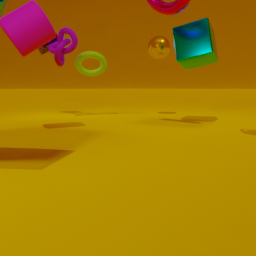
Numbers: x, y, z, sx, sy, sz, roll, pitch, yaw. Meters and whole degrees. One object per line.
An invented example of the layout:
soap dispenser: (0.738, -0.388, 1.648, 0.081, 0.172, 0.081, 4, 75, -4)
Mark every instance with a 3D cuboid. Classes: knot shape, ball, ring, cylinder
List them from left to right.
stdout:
cylinder: (-2.483, -2.452, 6.949, 0.996, 0.996, 0.996, -36, 18, -10)
knot shape: (-2.434, -2.990, 10.258, 0.629, 1.361, 1.274, 22, 9, -36)
ring: (-1.421, -2.455, 10.799, 1.231, 0.246, 1.231, -3, -33, -2)
ball: (1.186, -3.072, 10.717, 0.877, 0.877, 0.877, 0, 9, 0)
ring: (0.978, -3.728, 7.184, 1.617, 1.617, 0.323, 9, 40, 46)

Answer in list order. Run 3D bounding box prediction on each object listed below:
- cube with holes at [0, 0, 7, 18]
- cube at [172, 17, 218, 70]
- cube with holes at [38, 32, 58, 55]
cube with holes: (-2.330, -1.520, 3.390, 1.110, 1.110, 1.110, 33, 36, -15)
cube: (2.111, -2.569, 8.722, 1.093, 1.093, 1.093, -9, -8, 25)
cube with holes: (-3.212, -3.453, 10.895, 0.740, 0.740, 0.740, -34, 4, -23)
